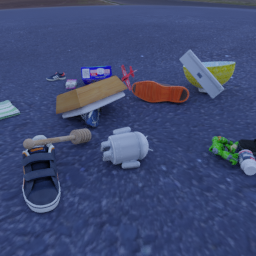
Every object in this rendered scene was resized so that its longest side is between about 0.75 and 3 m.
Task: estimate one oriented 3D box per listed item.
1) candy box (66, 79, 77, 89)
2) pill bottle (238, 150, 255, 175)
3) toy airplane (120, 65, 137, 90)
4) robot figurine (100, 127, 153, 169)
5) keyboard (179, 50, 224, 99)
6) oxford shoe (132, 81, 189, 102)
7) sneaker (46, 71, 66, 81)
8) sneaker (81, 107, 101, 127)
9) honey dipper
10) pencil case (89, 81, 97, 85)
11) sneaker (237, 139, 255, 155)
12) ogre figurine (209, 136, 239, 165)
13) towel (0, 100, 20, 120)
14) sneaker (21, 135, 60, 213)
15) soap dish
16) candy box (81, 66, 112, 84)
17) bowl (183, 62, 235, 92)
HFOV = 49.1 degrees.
[{"bbox_3d":[-3.033,-2.359,15.006,0.533,0.238,0.781,-1,30,-3],"label":"candy box"},{"bbox_3d":[3.779,1.096,8.840,0.477,0.477,0.798,3,31,6],"label":"pill bottle"},{"bbox_3d":[-0.009,-2.311,12.314,0.222,1.205,1.205,8,28,41],"label":"toy airplane"},{"bbox_3d":[-0.048,0.646,9.133,1.665,0.940,1.412,-10,71,-16],"label":"robot figurine"},{"bbox_3d":[2.472,-1.821,9.452,1.779,0.501,0.095,52,33,7],"label":"keyboard"},{"bbox_3d":[1.532,-1.706,13.438,2.700,0.963,0.984,11,13,8],"label":"oxford shoe"},{"bbox_3d":[-4.089,-2.960,15.839,1.055,0.446,0.395,-12,32,-18],"label":"sneaker"},{"bbox_3d":[-1.612,-0.538,11.574,0.818,0.740,1.921,-8,22,6],"label":"sneaker"},{"bbox_3d":[-2.254,0.374,9.127,0.520,0.520,2.740,19,14,30],"label":"honey dipper"},{"bbox_3d":[-1.966,-1.747,13.580,0.688,0.688,1.573,19,36,29],"label":"pencil case"},{"bbox_3d":[4.692,0.526,9.546,1.815,0.744,0.665,7,30,12],"label":"sneaker"},{"bbox_3d":[3.226,0.693,9.415,0.826,0.676,1.378,22,48,3],"label":"ogre figurine"},{"bbox_3d":[-5.593,-0.793,12.376,1.191,0.183,1.562,-23,37,-32],"label":"towel"},{"bbox_3d":[-2.576,1.199,8.131,1.032,1.045,2.632,-8,33,-17],"label":"sneaker"},{"bbox_3d":[-1.587,-1.345,11.803,2.558,1.039,2.012,-28,13,-39],"label":"soap dish"},{"bbox_3d":[-1.592,-2.697,14.455,1.507,0.687,1.783,-3,0,-5],"label":"candy box"},{"bbox_3d":[4.053,-2.536,14.030,2.504,1.347,2.504,-5,16,2],"label":"bowl"}]
